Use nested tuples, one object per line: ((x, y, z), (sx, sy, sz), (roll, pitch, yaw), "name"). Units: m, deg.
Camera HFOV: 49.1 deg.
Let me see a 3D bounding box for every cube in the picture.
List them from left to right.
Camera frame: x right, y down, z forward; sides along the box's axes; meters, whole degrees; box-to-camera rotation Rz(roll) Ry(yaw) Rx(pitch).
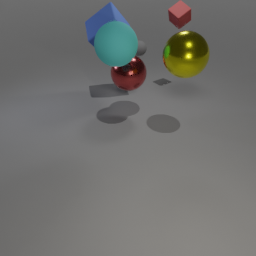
((-0.744, -3.924, 11.517), (1.400, 1.400, 1.400), (-30, 50, 21), "cube")
((2.222, -4.848, 12.004), (0.700, 0.700, 0.700), (-38, 66, -3), "cube")

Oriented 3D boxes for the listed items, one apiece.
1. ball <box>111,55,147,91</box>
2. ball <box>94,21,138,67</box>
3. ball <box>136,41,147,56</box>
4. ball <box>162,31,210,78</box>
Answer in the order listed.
((0.024, -2.151, 10.886), (1.400, 1.400, 1.400), (0, 31, 0), "ball")
((-0.382, -2.675, 8.975), (1.400, 1.400, 1.400), (0, 31, 0), "ball")
((0.516, -3.691, 13.000), (0.700, 0.700, 0.700), (0, 31, 0), "ball")
((1.750, -2.215, 8.492), (1.400, 1.400, 1.400), (0, 31, 0), "ball")
